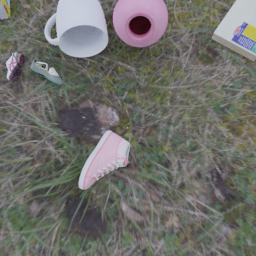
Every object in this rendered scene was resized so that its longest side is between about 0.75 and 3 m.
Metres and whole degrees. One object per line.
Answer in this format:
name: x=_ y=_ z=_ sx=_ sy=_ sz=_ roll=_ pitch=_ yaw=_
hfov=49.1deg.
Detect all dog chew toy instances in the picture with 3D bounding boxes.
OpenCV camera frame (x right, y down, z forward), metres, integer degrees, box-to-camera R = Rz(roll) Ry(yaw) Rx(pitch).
dog chew toy: x=0.430 y=-3.971 z=9.523 sx=1.766 sy=1.766 sz=2.835 roll=3 pitch=42 yaw=1

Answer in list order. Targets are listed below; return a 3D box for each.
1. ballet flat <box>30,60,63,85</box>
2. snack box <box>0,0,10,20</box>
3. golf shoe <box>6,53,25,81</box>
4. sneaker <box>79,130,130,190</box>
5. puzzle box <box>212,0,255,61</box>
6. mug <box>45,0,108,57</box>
ballet flat: x=-2.748 y=-1.934 z=9.559 sx=1.339 sy=0.451 sz=0.426 roll=29 pitch=110 yaw=12
snack box: x=-4.795 y=-5.073 z=10.287 sx=0.448 sy=1.203 sz=1.691 roll=-10 pitch=71 yaw=-3
golf shoe: x=-3.988 y=-2.109 z=9.702 sx=0.521 sy=0.411 sz=1.131 roll=6 pitch=62 yaw=7
sneaker: x=-0.614 y=1.082 z=8.381 sx=1.037 sy=0.747 sz=1.984 roll=25 pitch=69 yaw=14
puzzle box: x=4.497 y=-3.891 z=10.332 sx=1.775 sy=0.339 sz=2.668 roll=34 pitch=74 yaw=10
mug: x=-1.890 y=-3.641 z=9.661 sx=2.252 sy=1.663 sz=1.974 roll=-17 pitch=68 yaw=17
